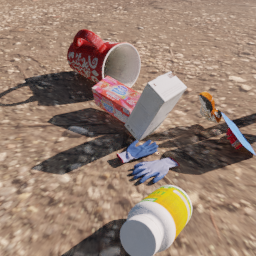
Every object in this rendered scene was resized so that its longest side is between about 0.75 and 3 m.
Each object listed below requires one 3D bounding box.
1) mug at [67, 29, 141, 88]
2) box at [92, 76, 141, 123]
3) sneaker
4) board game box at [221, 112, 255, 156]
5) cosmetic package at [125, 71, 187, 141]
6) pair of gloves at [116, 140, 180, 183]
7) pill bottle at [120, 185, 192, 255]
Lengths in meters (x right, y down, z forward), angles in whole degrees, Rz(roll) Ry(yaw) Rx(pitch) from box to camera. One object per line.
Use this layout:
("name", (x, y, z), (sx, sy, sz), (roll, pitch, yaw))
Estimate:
("mug", (-1.131, -2.885, 10.992), (1.847, 2.458, 2.769), (-32, 40, -28))
("box", (-0.283, -0.856, 8.880), (1.611, 0.827, 0.762), (32, 60, 27))
("sneaker", (2.308, -0.584, 8.345), (0.558, 1.213, 0.459), (5, 54, 47))
("board game box", (2.834, 0.223, 7.491), (1.461, 0.285, 1.154), (27, 33, -45))
("cosmetic package", (0.700, -0.543, 7.624), (0.970, 1.908, 0.706), (-32, 74, -34))
("pair of gloves", (0.466, 0.818, 7.252), (1.266, 0.179, 1.575), (-18, 38, -28))
("pill bottle", (0.506, 1.604, 4.878), (0.852, 0.852, 1.533), (18, 14, 26))
